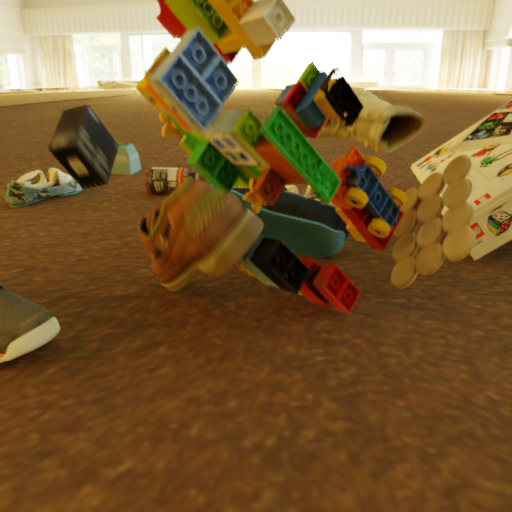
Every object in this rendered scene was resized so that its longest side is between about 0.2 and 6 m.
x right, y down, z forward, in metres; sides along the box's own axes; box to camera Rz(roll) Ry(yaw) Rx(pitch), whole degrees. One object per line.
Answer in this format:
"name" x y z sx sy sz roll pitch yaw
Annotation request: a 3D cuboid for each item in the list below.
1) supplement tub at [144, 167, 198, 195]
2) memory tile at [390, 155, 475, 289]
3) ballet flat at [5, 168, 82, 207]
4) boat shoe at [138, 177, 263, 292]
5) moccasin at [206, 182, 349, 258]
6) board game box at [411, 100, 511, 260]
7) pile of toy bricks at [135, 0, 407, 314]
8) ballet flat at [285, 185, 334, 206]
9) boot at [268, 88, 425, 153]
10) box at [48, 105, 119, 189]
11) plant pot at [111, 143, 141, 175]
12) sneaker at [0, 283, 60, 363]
"supplement tub" -2.128 -1.893 14.204 1.287 0.688 0.688 2 21 3
"memory tile" 2.622 -0.509 8.376 0.167 1.525 1.989 31 50 -19
"ballet flat" -5.153 -1.784 13.835 0.807 0.807 2.175 12 24 28
"boat shoe" -0.959 -0.343 7.592 1.169 1.105 3.250 -53 12 -23
"moccasin" 0.331 -0.759 10.757 3.104 1.249 1.058 23 42 21
"board game box" 5.179 -1.943 11.709 3.225 0.884 5.108 -33 14 17
"pile of toy bricks" -0.148 -1.354 7.740 2.431 4.924 2.732 13 65 49
"ballet flat" 1.024 -1.184 12.164 2.581 0.825 0.976 -8 23 -18
"boot" 1.440 -2.167 9.120 2.176 0.784 1.683 -16 35 -22
"box" -2.489 -1.576 8.165 0.458 0.879 0.801 -7 53 19
"plant pot" -3.959 -2.906 16.656 0.805 0.820 0.803 5 21 11
"sneaker" -3.969 0.470 7.151 3.195 1.308 1.231 9 23 22
